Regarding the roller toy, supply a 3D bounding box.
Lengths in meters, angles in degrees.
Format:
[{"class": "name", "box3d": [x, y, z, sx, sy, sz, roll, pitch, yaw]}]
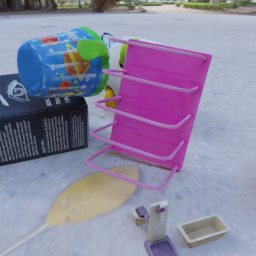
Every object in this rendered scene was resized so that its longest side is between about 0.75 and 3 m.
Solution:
[{"class": "roller toy", "box3d": [0.336, -1.890, 9.966, 2.416, 2.648, 1.850, -15, 33, -41]}]

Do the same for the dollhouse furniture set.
[{"class": "dollhouse furniture set", "box3d": [0.975, 1.483, 5.112, 1.551, 1.101, 1.229, -9, 29, -17]}]

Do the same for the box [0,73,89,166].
[{"class": "box", "box3d": [-2.817, -0.393, 7.839, 3.000, 1.565, 2.220, -11, 41, -19]}]

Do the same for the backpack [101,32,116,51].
[{"class": "backpack", "box3d": [-0.758, -2.913, 10.888, 1.098, 1.165, 1.428, 16, 29, -5]}]

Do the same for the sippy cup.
[{"class": "sippy cup", "box3d": [-1.559, -1.420, 6.445, 1.615, 2.204, 1.731, -20, 61, -43]}]

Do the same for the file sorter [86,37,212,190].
[{"class": "file sorter", "box3d": [0.407, -0.398, 6.210, 2.005, 2.886, 1.810, 17, 17, 17]}]
